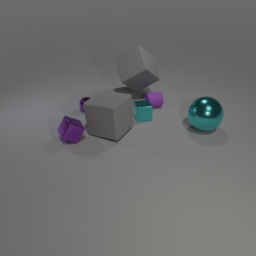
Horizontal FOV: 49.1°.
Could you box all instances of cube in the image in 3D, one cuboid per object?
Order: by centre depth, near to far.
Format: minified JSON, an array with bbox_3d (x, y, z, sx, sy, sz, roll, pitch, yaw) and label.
[{"bbox_3d":[-2.181,0.057,10.720,0.700,0.700,0.700,20,18,-37],"label":"cube"},{"bbox_3d":[-0.734,-0.534,11.152,1.400,1.400,1.400,11,33,27],"label":"cube"},{"bbox_3d":[0.655,-0.758,12.316,0.700,0.700,0.700,-7,32,-11],"label":"cube"},{"bbox_3d":[0.476,-2.806,13.402,1.400,1.400,1.400,-25,66,26],"label":"cube"}]

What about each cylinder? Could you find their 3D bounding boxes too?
[{"bbox_3d":[1.234,-1.339,13.249,0.700,0.700,0.700,-11,33,-13],"label":"cylinder"}]

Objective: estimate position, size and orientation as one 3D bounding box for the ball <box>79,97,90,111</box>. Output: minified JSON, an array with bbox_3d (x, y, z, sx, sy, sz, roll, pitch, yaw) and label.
[{"bbox_3d":[-1.891,-1.084,12.865,0.700,0.700,0.700,0,31,0],"label":"ball"}]

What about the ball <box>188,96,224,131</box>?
[{"bbox_3d":[3.118,-0.571,11.271,1.400,1.400,1.400,0,31,0],"label":"ball"}]
